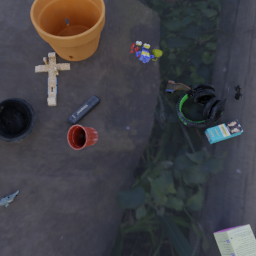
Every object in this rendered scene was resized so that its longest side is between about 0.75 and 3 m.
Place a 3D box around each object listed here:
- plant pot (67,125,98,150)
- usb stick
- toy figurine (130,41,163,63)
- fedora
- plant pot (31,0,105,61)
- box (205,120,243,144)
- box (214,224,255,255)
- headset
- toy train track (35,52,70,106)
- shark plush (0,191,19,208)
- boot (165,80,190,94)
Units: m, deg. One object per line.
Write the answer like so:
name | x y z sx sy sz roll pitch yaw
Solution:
plant pot | -1.449 0.290 9.309 0.804 0.781 0.804 1 91 28
usb stick | -1.741 -0.712 11.151 0.429 0.252 1.547 41 73 15
toy figurine | 0.729 -2.832 11.283 1.332 0.702 0.798 15 54 -17
fedora | -4.261 -0.224 10.621 1.798 0.821 1.798 1 70 -2
plant pot | -2.337 -4.187 11.709 2.869 2.008 2.869 0 66 -1
box | 3.672 0.145 10.741 1.289 0.317 0.530 -17 68 -7
box | 3.424 3.861 8.533 0.758 1.380 1.569 -13 67 -6
headset | 3.224 -0.943 11.002 2.649 1.245 1.636 -28 58 5
toy train track | -3.193 -2.152 11.694 1.489 0.422 2.597 -6 67 -2
shark plush | -4.117 2.474 9.720 0.774 0.322 0.352 -24 69 -10
boot | 1.993 -1.550 11.306 1.039 0.388 0.503 25 87 36
